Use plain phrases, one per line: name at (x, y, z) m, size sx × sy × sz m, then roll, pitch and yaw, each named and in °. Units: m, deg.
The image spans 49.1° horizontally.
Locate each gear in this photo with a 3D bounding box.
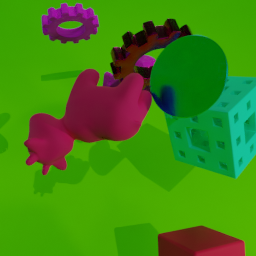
gear at (0.367, -0.996, 4.011) m, size 1.232 × 1.232 × 0.228 m, roll -12°, pitch 66°, yaw -9°
gear at (-1.387, -2.484, 6.771) m, size 1.337 × 1.337 × 0.247 m, roll -8°, pitch 79°, yaw -7°

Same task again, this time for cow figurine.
cow figurine at (-0.465, -0.025, 3.085) m, size 1.291 × 0.708 × 1.270 m, roll 11°, pitch 65°, yaw 31°

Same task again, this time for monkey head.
monkey head at (0.185, -0.748, 5.339) m, size 1.037 × 1.721 × 1.238 m, roll -7°, pitch 67°, yaw -46°

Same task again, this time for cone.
cone at (0.865, -0.501, 3.293) m, size 0.887 × 0.884 × 0.884 m, roll 9°, pitch 33°, yaw -53°

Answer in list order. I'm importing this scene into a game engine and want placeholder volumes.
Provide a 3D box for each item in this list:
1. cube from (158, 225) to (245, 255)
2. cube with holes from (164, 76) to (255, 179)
cube at (0.938, 1.819, 3.634) m, size 0.804 × 0.804 × 0.804 m, roll 0°, pitch 87°, yaw -26°
cube with holes at (1.522, -0.102, 4.822) m, size 1.190 × 1.190 × 1.190 m, roll 14°, pitch 40°, yaw 45°
